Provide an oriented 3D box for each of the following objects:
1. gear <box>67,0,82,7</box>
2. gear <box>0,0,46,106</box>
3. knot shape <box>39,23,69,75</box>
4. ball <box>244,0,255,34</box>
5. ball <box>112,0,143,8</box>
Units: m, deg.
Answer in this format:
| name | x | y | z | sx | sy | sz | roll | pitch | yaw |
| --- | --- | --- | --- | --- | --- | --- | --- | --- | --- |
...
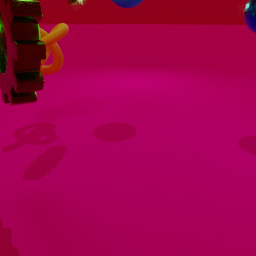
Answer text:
| name | x | y | z | sx | sy | sz | roll | pitch | yaw |
| --- | --- | --- | --- | --- | --- | --- | --- | --- | --- |
| gear | -1.484 | -3.702 | 6.795 | 0.260 | 1.406 | 1.406 | -13 | 21 | 8 |
| gear | -1.699 | -1.296 | 4.036 | 0.351 | 1.897 | 1.897 | -12 | 25 | -34 |
| knot shape | -2.455 | -2.220 | 7.811 | 0.816 | 1.767 | 1.653 | 39 | 23 | 13 |
| ball | 3.696 | -3.069 | 7.417 | 1.161 | 1.161 | 1.161 | 0 | 22 | 0 |
| ball | -0.019 | -4.252 | 8.375 | 1.238 | 1.238 | 1.238 | 0 | 22 | 0 |
